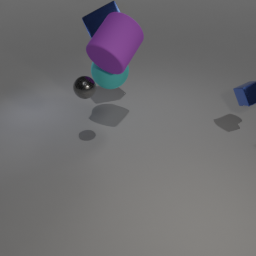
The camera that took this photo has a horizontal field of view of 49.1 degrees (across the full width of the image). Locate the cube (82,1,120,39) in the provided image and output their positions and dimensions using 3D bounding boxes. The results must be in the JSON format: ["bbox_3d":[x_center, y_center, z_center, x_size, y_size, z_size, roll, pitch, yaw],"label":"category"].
[{"bbox_3d":[-0.746,-3.795,11.057,1.400,1.400,1.400,-25,-7,7],"label":"cube"}]

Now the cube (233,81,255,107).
[{"bbox_3d":[4.335,-1.228,10.006,0.700,0.700,0.700,-24,8,-3],"label":"cube"}]

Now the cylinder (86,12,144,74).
[{"bbox_3d":[-0.412,-2.701,9.014,1.400,1.400,1.400,21,71,29],"label":"cylinder"}]

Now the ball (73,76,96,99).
[{"bbox_3d":[-1.318,-1.235,8.539,0.700,0.700,0.700,0,32,0],"label":"ball"}]

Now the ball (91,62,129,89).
[{"bbox_3d":[-0.666,-2.145,10.363,1.400,1.400,1.400,0,32,0],"label":"ball"}]
